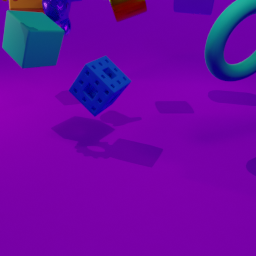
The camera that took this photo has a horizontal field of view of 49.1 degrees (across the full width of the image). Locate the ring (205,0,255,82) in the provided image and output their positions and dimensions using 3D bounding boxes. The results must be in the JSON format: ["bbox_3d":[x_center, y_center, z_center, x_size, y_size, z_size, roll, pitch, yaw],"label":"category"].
[{"bbox_3d":[2.541,-1.881,6.026,1.953,1.953,0.391,-11,43,-19],"label":"ring"}]

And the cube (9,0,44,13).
[{"bbox_3d":[-3.560,-4.372,10.004,1.139,1.139,1.139,-6,-13,-14],"label":"cube"}]

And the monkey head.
[{"bbox_3d":[-1.944,-3.652,8.312,1.161,1.613,0.972,-21,-9,-16],"label":"monkey head"}]

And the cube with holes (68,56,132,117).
[{"bbox_3d":[-0.692,-1.056,7.013,0.934,0.934,0.934,45,37,1],"label":"cube with holes"}]

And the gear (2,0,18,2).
[{"bbox_3d":[-2.885,-3.409,6.399,1.097,1.097,0.203,0,66,0],"label":"gear"}]

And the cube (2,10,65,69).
[{"bbox_3d":[-2.667,-2.485,7.872,1.126,1.126,1.126,43,38,23],"label":"cube"}]

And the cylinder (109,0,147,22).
[{"bbox_3d":[-0.039,-4.117,9.034,1.063,1.063,1.063,-18,29,5],"label":"cylinder"}]

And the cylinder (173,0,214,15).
[{"bbox_3d":[2.356,-4.701,9.767,1.331,1.331,1.331,10,30,11],"label":"cylinder"}]
